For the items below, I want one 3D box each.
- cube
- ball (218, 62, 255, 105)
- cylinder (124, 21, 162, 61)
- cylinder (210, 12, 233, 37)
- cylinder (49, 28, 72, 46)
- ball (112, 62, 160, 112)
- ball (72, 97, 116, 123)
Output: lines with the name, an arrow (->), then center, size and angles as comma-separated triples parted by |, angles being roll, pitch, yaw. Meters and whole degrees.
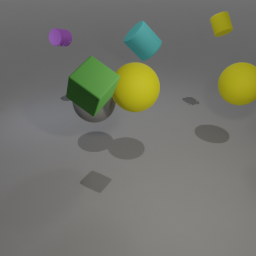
cube -> -0.688, -0.797, 5.416 | 0.700, 0.700, 0.700 | 36, 60, 2
ball -> 3.708, -1.449, 9.254 | 1.400, 1.400, 1.400 | 0, 29, 0
cylinder -> 0.735, -4.373, 14.136 | 1.400, 1.400, 1.400 | -37, 29, 25
cylinder -> 3.626, -4.017, 10.869 | 0.700, 0.700, 0.700 | -15, -3, -1
cylinder -> -2.869, -3.845, 11.919 | 0.700, 0.700, 0.700 | 14, 19, 24
ball -> 0.201, -1.148, 7.977 | 1.400, 1.400, 1.400 | 0, 29, 0
ball -> -1.100, -0.874, 9.122 | 1.400, 1.400, 1.400 | 0, 29, 0
